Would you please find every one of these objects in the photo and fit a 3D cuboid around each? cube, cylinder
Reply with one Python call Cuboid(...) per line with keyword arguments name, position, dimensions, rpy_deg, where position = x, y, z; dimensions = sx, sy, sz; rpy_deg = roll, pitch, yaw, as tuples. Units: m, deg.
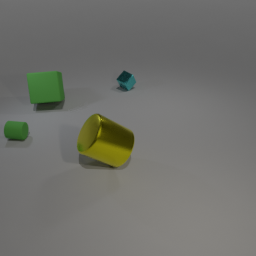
Cuboid(name="cube", position=(-3.907, -1.955, 13.472), dimensions=(1.400, 1.400, 1.400), rpy_deg=(-6, 9, -4))
Cuboid(name="cube", position=(-0.085, -2.601, 15.422), dimensions=(0.700, 0.700, 0.700), rpy_deg=(32, 77, 29))
Cuboid(name="cylinder", position=(-4.378, 0.089, 10.998), dimensions=(0.700, 0.700, 0.700), rpy_deg=(5, 30, 2))
Cuboid(name="cylinder", position=(-0.738, 0.422, 9.245), dimensions=(1.400, 1.400, 1.400), rpy_deg=(27, 16, -31))
